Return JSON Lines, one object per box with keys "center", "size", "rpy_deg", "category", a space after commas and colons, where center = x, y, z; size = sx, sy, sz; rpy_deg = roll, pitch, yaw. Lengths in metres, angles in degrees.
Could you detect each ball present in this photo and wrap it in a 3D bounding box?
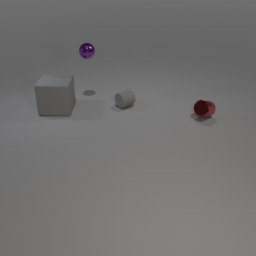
{"center": [-1.785, -3.346, 12.199], "size": [0.700, 0.700, 0.700], "rpy_deg": [0, 30, 0], "category": "ball"}

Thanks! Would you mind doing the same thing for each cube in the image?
{"center": [-3.167, -1.460, 12.377], "size": [1.400, 1.400, 1.400], "rpy_deg": [1, 30, -1], "category": "cube"}

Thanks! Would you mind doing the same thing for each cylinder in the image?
{"center": [3.211, -0.819, 11.728], "size": [0.700, 0.700, 0.700], "rpy_deg": [25, 16, 36], "category": "cylinder"}
{"center": [-0.132, -1.332, 12.811], "size": [0.700, 0.700, 0.700], "rpy_deg": [-22, 36, -34], "category": "cylinder"}
